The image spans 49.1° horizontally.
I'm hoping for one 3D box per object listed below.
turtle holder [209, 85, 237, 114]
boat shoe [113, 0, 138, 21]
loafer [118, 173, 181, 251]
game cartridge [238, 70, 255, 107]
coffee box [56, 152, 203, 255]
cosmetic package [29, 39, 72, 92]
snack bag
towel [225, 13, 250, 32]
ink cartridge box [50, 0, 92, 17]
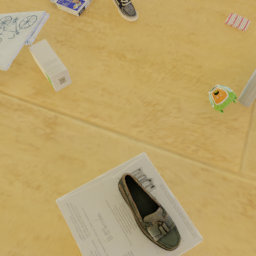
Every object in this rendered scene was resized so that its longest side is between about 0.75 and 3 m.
[{"bbox_3d":[2.803,-0.956,8.355,0.702,0.751,0.989,46,46,-1],"label":"turtle holder"},{"bbox_3d":[-0.151,-4.724,10.410,0.592,0.735,1.585,-29,67,-13],"label":"boat shoe"},{"bbox_3d":[0.357,1.531,5.182,0.592,0.518,1.648,-35,69,-16],"label":"loafer"},{"bbox_3d":[4.198,-1.825,8.484,0.503,1.659,2.488,32,61,21],"label":"game cartridge"},{"bbox_3d":[-0.023,2.205,6.321,2.120,2.097,2.117,-28,67,-13],"label":"coffee box"},{"bbox_3d":[-2.507,-2.035,9.085,0.638,0.809,1.503,-34,67,-13],"label":"cosmetic package"},{"bbox_3d":[-4.177,-2.922,9.399,2.533,0.288,2.686,9,62,26],"label":"snack bag"},{"bbox_3d":[4.069,-3.921,10.382,0.812,0.121,0.594,29,68,10],"label":"towel"},{"bbox_3d":[-2.114,-4.990,10.799,1.284,0.302,1.269,26,69,14],"label":"ink cartridge box"}]
